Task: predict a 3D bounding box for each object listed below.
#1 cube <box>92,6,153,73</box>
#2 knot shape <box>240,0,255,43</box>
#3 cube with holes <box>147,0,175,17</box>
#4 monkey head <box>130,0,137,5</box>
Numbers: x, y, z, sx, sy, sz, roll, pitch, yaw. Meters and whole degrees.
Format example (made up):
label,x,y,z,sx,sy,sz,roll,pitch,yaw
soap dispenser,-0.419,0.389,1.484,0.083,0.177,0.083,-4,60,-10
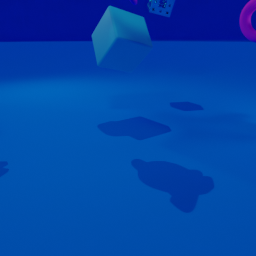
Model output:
label,x,y,z,sx,sy,sz,roll,pitch,yaw
cube,-0.182,-2.289,7.391,1.094,1.094,1.094,4,-30,-33
knot shape,3.556,-2.702,6.449,1.525,1.630,0.753,15,51,-2
cube with holes,1.134,-4.342,9.585,0.735,0.735,0.735,10,35,-11
monkey head,-0.171,-2.999,4.923,1.349,1.130,1.875,33,19,-51
